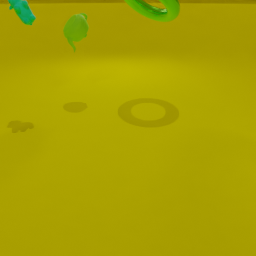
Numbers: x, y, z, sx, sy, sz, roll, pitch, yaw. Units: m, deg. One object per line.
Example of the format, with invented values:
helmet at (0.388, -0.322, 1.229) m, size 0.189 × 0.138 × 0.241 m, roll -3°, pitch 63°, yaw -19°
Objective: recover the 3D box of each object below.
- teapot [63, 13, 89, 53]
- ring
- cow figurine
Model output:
teapot at (-1.661, -3.171, 9.148) m, size 0.706 × 1.443 × 0.897 m, roll 32°, pitch -22°, yaw -37°
ring at (0.668, -4.043, 8.816) m, size 2.095 × 0.419 × 2.095 m, roll 26°, pitch 0°, yaw 0°
cow figurine at (-2.997, -3.317, 7.913) m, size 0.495 × 0.902 × 0.887 m, roll -36°, pitch 25°, yaw -13°
